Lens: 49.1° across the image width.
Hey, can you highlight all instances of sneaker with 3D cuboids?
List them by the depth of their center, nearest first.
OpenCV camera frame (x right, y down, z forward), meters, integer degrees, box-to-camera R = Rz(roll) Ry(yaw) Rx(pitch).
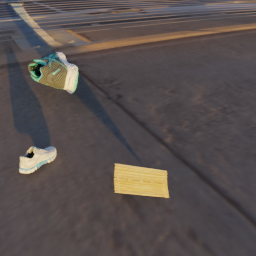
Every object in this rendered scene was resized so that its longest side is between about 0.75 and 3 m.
[{"bbox_3d":[-2.091,0.618,6.578,0.423,0.489,1.130,8,23,22],"label":"sneaker"},{"bbox_3d":[-2.808,-2.098,9.723,1.365,1.161,2.992,4,18,-34],"label":"sneaker"}]

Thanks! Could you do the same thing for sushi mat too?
[{"bbox_3d":[0.274,1.056,5.599,1.207,0.073,0.578,11,64,-21],"label":"sushi mat"}]
